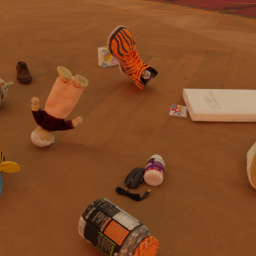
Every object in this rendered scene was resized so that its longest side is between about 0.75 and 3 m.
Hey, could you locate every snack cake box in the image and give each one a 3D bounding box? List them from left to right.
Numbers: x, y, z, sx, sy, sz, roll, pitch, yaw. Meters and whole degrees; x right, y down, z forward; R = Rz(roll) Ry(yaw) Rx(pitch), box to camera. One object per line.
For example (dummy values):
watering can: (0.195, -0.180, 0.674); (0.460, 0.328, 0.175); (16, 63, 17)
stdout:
snack cake box: (-0.715, -3.650, 14.012); (1.556, 0.895, 0.523); (-22, 38, -31)

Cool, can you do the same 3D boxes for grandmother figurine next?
grandmother figurine: (-1.929, -0.405, 7.574); (1.453, 2.396, 0.726); (28, 26, -18)

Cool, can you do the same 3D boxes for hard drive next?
hard drive: (3.566, -0.831, 9.830); (2.954, 0.394, 1.949); (0, 31, -1)

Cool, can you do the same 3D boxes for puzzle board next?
puzzle board: (1.790, -0.616, 9.837); (0.605, 0.070, 0.802); (8, 33, 13)

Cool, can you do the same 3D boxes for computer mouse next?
computer mouse: (0.259, 1.259, 6.600); (0.740, 0.243, 1.054); (19, 37, 29)

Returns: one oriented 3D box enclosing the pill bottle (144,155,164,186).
pill bottle: (0.656, 1.002, 6.830); (0.441, 0.441, 0.785); (5, 31, 9)

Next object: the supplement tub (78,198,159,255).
supplement tub: (-0.173, 1.907, 4.981); (1.340, 0.821, 0.821); (25, 39, 34)

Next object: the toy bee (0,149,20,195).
toy bee: (-3.171, 1.003, 5.985); (1.627, 1.351, 2.485); (-14, 34, -24)

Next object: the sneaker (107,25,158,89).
sneaker: (0.326, -2.558, 10.648); (1.162, 2.996, 1.678); (-46, 68, -1)

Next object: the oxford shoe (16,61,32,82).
oxford shoe: (-4.641, -2.495, 12.305); (0.620, 0.720, 1.706); (-15, 36, -26)

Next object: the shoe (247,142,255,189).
shoe: (3.617, 0.736, 7.140); (0.954, 0.729, 2.730); (46, 49, 7)

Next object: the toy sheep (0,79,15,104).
toy sheep: (-4.874, -1.236, 9.697); (1.987, 1.370, 1.370); (-22, 38, -39)
